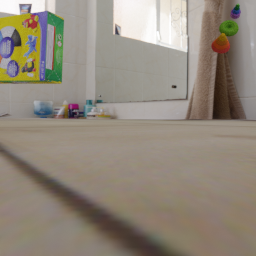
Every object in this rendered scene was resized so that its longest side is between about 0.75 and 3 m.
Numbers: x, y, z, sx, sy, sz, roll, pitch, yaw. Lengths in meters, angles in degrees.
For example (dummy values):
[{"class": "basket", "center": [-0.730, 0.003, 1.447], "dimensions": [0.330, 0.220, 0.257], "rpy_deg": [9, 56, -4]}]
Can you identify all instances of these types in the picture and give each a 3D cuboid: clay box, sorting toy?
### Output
[{"class": "clay box", "center": [-3.060, -2.041, 7.484], "dimensions": [2.918, 1.676, 0.694], "rpy_deg": [4, 3, 26]}, {"class": "sorting toy", "center": [3.188, -3.229, 8.857], "dimensions": [0.607, 1.749, 0.602], "rpy_deg": [23, -14, 18]}]
